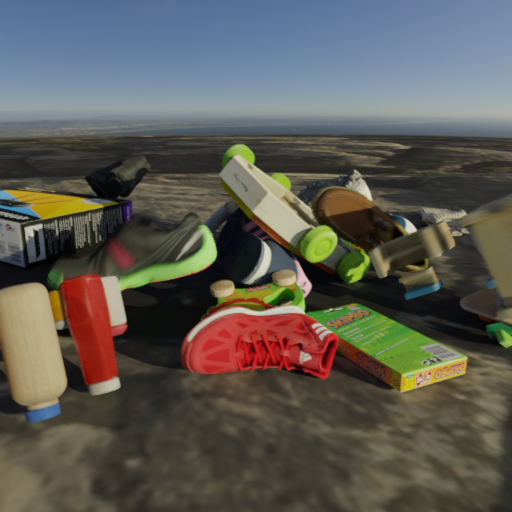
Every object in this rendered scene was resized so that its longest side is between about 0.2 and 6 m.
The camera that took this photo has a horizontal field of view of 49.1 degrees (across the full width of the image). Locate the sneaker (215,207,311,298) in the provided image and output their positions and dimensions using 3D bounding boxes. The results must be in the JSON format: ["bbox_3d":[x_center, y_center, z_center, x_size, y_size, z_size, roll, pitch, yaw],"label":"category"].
[{"bbox_3d":[0.062,0.010,9.918,1.227,1.050,2.992,29,14,-20],"label":"sneaker"}]

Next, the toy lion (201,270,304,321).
[{"bbox_3d":[-0.028,0.789,7.820,1.500,0.515,1.438,-10,24,-6],"label":"toy lion"}]

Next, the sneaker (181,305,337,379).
[{"bbox_3d":[0.168,1.048,6.535,1.923,0.753,1.111,-13,19,-35],"label":"sneaker"}]

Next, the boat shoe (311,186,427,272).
[{"bbox_3d":[2.066,-0.458,9.712,2.453,0.883,0.834,26,5,-29],"label":"boat shoe"}]

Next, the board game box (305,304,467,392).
[{"bbox_3d":[1.531,1.088,7.187,0.997,0.313,2.087,-7,19,-27],"label":"board game box"}]

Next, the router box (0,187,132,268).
[{"bbox_3d":[-5.077,-0.787,12.478,3.790,0.968,2.827,10,19,33],"label":"router box"}]

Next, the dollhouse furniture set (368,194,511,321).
[{"bbox_3d":[3.180,0.132,8.349,2.158,1.521,1.512,-24,-3,37],"label":"dollhouse furniture set"}]

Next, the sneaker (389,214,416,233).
[{"bbox_3d":[2.718,-0.680,12.560,0.775,0.734,1.918,25,5,-43],"label":"sneaker"}]

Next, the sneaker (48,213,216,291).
[{"bbox_3d":[-1.935,-0.062,8.699,2.613,1.095,1.003,-13,1,4],"label":"sneaker"}]

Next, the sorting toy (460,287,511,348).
[{"bbox_3d":[3.497,0.882,7.904,1.579,0.232,1.167,-12,29,-43],"label":"sorting toy"}]

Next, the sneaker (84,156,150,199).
[{"bbox_3d":[-3.175,-1.809,13.030,2.246,0.853,1.019,3,43,50],"label":"sneaker"}]

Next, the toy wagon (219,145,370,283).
[{"bbox_3d":[0.892,-0.603,10.364,3.690,0.730,2.863,28,18,-49],"label":"toy wagon"}]

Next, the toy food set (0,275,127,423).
[{"bbox_3d":[-2.325,1.045,6.350,1.481,1.396,3.102,-13,-2,3],"label":"toy food set"}]

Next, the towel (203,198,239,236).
[{"bbox_3d":[-0.894,-0.676,11.918,0.323,1.243,1.876,45,14,-5],"label":"towel"}]

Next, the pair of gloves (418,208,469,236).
[{"bbox_3d":[5.602,-0.958,13.992,2.864,0.502,2.435,2,16,9],"label":"pair of gloves"}]

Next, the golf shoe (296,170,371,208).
[{"bbox_3d":[2.169,-1.584,15.939,2.376,1.155,0.930,-7,49,47],"label":"golf shoe"}]
